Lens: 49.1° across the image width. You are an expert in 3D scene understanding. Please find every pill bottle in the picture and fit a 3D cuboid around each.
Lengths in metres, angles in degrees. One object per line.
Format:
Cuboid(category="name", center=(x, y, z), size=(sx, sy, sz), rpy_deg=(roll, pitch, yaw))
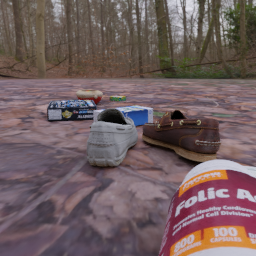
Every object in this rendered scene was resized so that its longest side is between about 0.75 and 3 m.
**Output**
Cuboid(category="pill bottle", center=(0.769, 0.906, 2.163), size=(0.999, 0.999, 1.750), rpy_deg=(3, 13, 14))

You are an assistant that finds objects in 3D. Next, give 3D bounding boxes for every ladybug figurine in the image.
Cuboid(category="ladybug figurine", center=(-1.977, -1.585, 14.400), size=(1.284, 0.681, 1.892), rpy_deg=(-5, 13, -23))

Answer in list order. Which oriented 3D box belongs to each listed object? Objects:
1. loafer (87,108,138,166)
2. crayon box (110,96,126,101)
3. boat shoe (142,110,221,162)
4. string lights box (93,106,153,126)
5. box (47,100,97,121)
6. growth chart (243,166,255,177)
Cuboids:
Cuboid(category="loafer", center=(-0.274, 0.016, 6.339), size=(0.968, 0.966, 2.767), rpy_deg=(1, 12, 5))
Cuboid(category="crayon box", center=(-0.577, -1.672, 15.867), size=(0.813, 0.237, 0.483), rpy_deg=(8, 15, 34))
Cuboid(category="boat shoe", center=(1.116, 0.042, 6.288), size=(0.900, 0.900, 2.558), rpy_deg=(-2, 8, -27))
Cuboid(category="string lights box", center=(-0.132, -0.350, 9.065), size=(1.770, 0.522, 0.910), rpy_deg=(-10, 16, -38))
Cuboid(category="box", center=(-2.154, -0.724, 10.834), size=(1.750, 0.507, 2.202), rpy_deg=(-3, 12, -12))
Cuboid(category="growth chart", center=(1.671, 0.858, 4.407), size=(1.233, 0.151, 1.704), rpy_deg=(4, 13, 22))
